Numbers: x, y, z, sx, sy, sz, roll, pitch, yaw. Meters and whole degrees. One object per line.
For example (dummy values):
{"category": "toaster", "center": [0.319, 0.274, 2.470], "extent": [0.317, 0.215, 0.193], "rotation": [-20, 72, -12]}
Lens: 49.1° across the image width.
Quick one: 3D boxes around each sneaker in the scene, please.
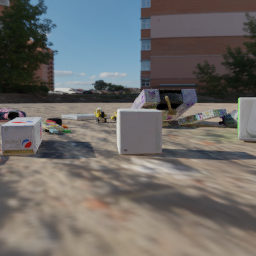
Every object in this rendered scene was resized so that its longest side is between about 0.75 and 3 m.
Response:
{"category": "sneaker", "center": [4.749, -0.573, 11.271], "extent": [2.547, 0.948, 1.115], "rotation": [-12, 3, -37]}
{"category": "sneaker", "center": [-5.731, -0.607, 13.049], "extent": [1.849, 0.649, 0.758], "rotation": [-2, 3, -4]}

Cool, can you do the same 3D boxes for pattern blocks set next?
{"category": "pattern blocks set", "center": [-2.606, -0.076, 9.440], "extent": [1.489, 0.121, 1.309], "rotation": [17, 11, 32]}

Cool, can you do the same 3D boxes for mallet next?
{"category": "mallet", "center": [-2.847, -0.083, 10.115], "extent": [0.581, 0.363, 1.766], "rotation": [1, 10, 1]}

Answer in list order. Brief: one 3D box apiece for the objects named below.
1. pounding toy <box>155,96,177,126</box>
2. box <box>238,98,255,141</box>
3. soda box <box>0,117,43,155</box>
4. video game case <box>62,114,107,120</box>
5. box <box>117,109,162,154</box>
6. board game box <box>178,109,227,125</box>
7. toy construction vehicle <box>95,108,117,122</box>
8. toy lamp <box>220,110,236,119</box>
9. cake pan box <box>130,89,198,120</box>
{"category": "pounding toy", "center": [0.989, -0.696, 11.290], "extent": [1.210, 1.214, 2.117], "rotation": [7, 9, 35]}
{"category": "box", "center": [4.296, -0.285, 7.983], "extent": [2.177, 1.193, 2.467], "rotation": [1, 5, 22]}
{"category": "soda box", "center": [-2.442, 0.132, 6.628], "extent": [0.677, 0.633, 1.987], "rotation": [-1, 7, -12]}
{"category": "video game case", "center": [-2.364, -0.622, 15.130], "extent": [1.848, 0.203, 1.685], "rotation": [-6, 9, -40]}
{"category": "box", "center": [0.225, 0.049, 6.072], "extent": [0.919, 0.914, 0.787], "rotation": [0, 6, -4]}
{"category": "board game box", "center": [2.997, -0.445, 11.346], "extent": [1.093, 0.278, 1.625], "rotation": [-7, -7, -44]}
{"category": "toy construction vehicle", "center": [-0.739, -0.638, 13.296], "extent": [1.609, 0.651, 1.848], "rotation": [-1, 7, -13]}
{"category": "toy lamp", "center": [5.643, -0.772, 15.405], "extent": [1.603, 0.467, 0.467], "rotation": [-4, 7, -35]}
{"category": "cake pan box", "center": [1.520, -1.015, 12.620], "extent": [2.399, 0.681, 2.605], "rotation": [-3, -16, -16]}
